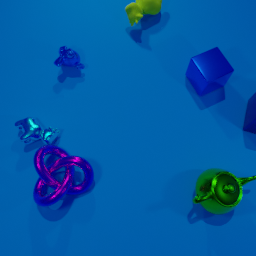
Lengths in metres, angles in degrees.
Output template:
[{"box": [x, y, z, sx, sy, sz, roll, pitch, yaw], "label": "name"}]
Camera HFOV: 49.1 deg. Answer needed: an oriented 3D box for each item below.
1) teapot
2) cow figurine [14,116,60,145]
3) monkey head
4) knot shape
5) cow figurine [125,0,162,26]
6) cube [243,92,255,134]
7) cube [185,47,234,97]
[{"box": [2.314, 1.490, 6.808, 1.831, 0.897, 1.138, -15, 78, -21], "label": "teapot"}, {"box": [-2.443, 0.052, 7.606, 1.023, 0.570, 1.039, -27, 69, -6], "label": "cow figurine"}, {"box": [-1.802, -2.005, 8.272, 1.035, 0.624, 0.745, 32, 79, 25], "label": "monkey head"}, {"box": [-1.781, 1.082, 7.083, 1.604, 0.741, 1.501, -25, 72, -14], "label": "knot shape"}, {"box": [0.519, -3.727, 8.730, 1.245, 0.683, 1.225, 4, 89, -32], "label": "cow figurine"}, {"box": [3.839, -0.407, 7.494, 1.018, 1.018, 1.018, 16, 71, 6], "label": "cube"}, {"box": [2.292, -1.586, 7.986, 0.877, 0.877, 0.877, -25, 71, -8], "label": "cube"}]
